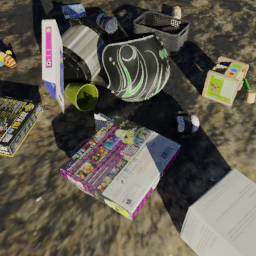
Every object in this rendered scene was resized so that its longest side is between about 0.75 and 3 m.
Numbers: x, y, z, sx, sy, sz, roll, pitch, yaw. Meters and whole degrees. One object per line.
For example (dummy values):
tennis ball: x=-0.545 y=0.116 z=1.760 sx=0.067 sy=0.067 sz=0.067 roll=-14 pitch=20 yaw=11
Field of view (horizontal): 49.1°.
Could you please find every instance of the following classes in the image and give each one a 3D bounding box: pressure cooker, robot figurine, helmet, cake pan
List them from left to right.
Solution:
pressure cooker: x=-1.612 y=-2.671 z=9.986 sx=1.877 sy=1.848 sz=2.102 roll=34 pitch=61 yaw=-4
cake pan: x=-0.536 y=1.027 z=7.578 sx=2.086 sy=0.383 sz=2.086 roll=0 pitch=46 yaw=0
helmet: x=0.286 y=-1.899 z=9.120 sx=2.166 sy=2.065 sz=2.166 roll=-11 pitch=23 yaw=5
robot figurine: x=1.704 y=-0.120 z=8.565 sx=0.909 sy=0.683 sz=0.567 roll=-6 pitch=30 yaw=-5

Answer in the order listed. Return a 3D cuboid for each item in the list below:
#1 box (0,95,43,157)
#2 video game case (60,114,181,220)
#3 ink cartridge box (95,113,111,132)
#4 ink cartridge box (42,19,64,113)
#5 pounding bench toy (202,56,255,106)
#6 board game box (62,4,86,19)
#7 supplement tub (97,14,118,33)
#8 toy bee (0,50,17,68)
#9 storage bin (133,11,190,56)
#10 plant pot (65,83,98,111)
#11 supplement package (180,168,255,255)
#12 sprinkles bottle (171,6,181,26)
box: x=-3.805 y=-0.139 z=8.631 sx=1.587 sy=0.490 sz=1.987 roll=11 pitch=47 yaw=8
video game case: x=-0.133 y=0.834 z=7.203 sx=2.148 sy=0.424 sz=2.370 roll=26 pitch=52 yaw=23
ink cartridge box: x=-0.735 y=-0.138 z=8.415 sx=0.449 sy=0.780 sz=0.265 roll=26 pitch=52 yaw=22
ink cartridge box: x=-2.105 y=-1.718 z=7.933 sx=0.446 sy=1.138 sz=2.403 roll=-7 pitch=72 yaw=-5
pounding bench toy: x=3.651 y=-1.555 z=9.590 sx=1.669 sy=1.037 sz=1.302 roll=25 pitch=51 yaw=22
board game box: x=-2.780 y=-6.010 z=14.383 sx=1.080 sy=0.234 sz=1.074 roll=-12 pitch=47 yaw=-12
supplement tub: x=-0.973 y=-4.861 z=12.999 sx=0.655 sy=0.655 sz=0.934 roll=-29 pitch=52 yaw=-25
toy bee: x=-5.062 y=-2.797 z=11.017 sx=1.290 sy=0.701 sz=0.845 roll=3 pitch=48 yaw=3
storage bin: x=1.396 y=-4.080 z=12.038 sx=2.117 sy=0.992 sz=1.431 roll=25 pitch=51 yaw=23
plant pot: x=-1.631 y=-1.133 z=9.383 sx=0.915 sy=0.915 sz=0.881 roll=-36 pitch=44 yaw=-29
supplement package: x=2.533 y=2.365 z=5.521 sx=1.500 sy=1.505 sz=2.566 roll=-30 pitch=53 yaw=-26
sprinkles bottle: x=2.348 y=-5.454 z=13.701 sx=0.464 sy=0.464 sz=1.361 roll=6 pitch=46 yaw=6
